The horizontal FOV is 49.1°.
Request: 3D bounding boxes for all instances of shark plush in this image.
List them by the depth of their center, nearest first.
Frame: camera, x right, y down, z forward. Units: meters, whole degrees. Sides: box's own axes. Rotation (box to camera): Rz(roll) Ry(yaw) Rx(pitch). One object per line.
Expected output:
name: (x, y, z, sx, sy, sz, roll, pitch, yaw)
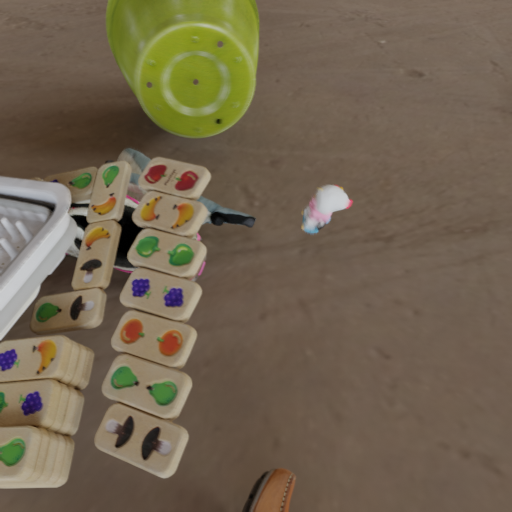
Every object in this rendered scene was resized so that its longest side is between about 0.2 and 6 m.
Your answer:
shark plush: (-1.161, -1.007, 8.629, 2.377, 1.080, 0.990, 13, 53, 15)

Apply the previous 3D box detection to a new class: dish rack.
dish rack: (-3.955, 0.338, 6.616, 3.649, 0.795, 3.132, 9, 53, 32)

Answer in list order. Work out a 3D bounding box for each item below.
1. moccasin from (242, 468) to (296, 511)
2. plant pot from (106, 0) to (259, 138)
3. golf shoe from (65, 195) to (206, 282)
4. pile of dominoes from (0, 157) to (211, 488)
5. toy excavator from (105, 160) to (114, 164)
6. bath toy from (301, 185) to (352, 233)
moccasin: (0.167, 2.855, 4.456, 0.896, 0.849, 2.321, 5, 39, 4)
plant pot: (-1.327, -3.973, 11.084, 3.320, 3.320, 3.197, -6, 40, -7)
golf shoe: (-2.383, -0.546, 7.976, 3.363, 1.548, 1.221, 16, 81, 22)
pile of dominoes: (-2.072, 0.382, 6.100, 3.073, 0.628, 3.943, -9, 58, 19)
toy excavator: (-2.246, -1.139, 9.753, 1.102, 1.133, 0.566, -35, 28, 30)
bath toy: (1.011, -0.712, 8.080, 0.496, 1.341, 0.583, 5, 80, -6)
